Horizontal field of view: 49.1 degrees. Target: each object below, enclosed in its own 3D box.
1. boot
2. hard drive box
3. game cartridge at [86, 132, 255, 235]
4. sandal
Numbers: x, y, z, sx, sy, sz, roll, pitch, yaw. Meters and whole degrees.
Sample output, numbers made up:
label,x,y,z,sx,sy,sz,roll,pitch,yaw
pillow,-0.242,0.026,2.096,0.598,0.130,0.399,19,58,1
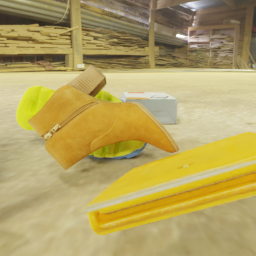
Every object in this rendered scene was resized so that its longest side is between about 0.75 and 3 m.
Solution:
label,x,y,z,sx,sy,sz,roll,pitch,yaw
boot,-0.363,0.117,3.815,1.821,1.304,0.641,40,-8,11
hard drive box,0.549,-0.618,8.174,1.402,0.691,1.799,0,12,-5
game cartridge,0.655,0.446,2.904,1.657,0.305,1.879,-19,-4,14
sandal,-0.810,-0.152,5.502,2.955,1.174,1.286,19,-1,35
